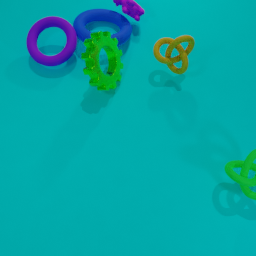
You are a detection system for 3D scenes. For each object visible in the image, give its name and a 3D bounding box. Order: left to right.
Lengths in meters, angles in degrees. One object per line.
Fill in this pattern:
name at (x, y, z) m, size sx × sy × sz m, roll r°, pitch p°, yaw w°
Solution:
ring at (-2.319, -2.635, 8.504) m, size 1.566 × 0.313 × 1.566 m, roll -1°, pitch 83°, yaw 5°
ring at (-0.814, -3.240, 9.018) m, size 1.895 × 0.379 × 1.895 m, roll 4°, pitch 51°, yaw -5°
gear at (-0.676, -1.875, 7.892) m, size 0.298 × 1.611 × 1.611 m, roll 3°, pitch 61°, yaw 31°
cow figurine at (0.019, -4.023, 9.215) m, size 1.051 × 0.577 × 1.035 m, roll 25°, pitch 28°, yaw -26°
knot shape at (1.410, -2.195, 8.003) m, size 1.181 × 1.105 × 0.546 m, roll 43°, pitch 28°, yaw -14°
knot shape at (2.763, 1.043, 6.440) m, size 1.090 × 0.538 × 1.165 m, roll 6°, pitch 71°, yaw -7°
